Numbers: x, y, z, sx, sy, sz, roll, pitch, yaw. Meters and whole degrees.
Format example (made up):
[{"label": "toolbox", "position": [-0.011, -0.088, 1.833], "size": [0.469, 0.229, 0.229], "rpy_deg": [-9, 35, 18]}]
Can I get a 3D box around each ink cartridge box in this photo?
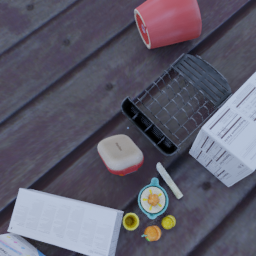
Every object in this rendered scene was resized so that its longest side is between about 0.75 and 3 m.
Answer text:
[{"label": "ink cartridge box", "position": [-2.947, 3.616, 6.260], "size": [1.714, 2.667, 1.670], "rpy_deg": [33, 76, 10]}]

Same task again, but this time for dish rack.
[{"label": "dish rack", "position": [1.498, -0.831, 8.324], "size": [2.896, 0.790, 2.221], "rpy_deg": [-45, 73, 3]}]

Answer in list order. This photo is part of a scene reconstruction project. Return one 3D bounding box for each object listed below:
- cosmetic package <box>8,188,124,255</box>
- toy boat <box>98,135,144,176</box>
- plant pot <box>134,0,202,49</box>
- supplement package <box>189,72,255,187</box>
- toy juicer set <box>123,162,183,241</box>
[{"label": "cosmetic package", "position": [-1.629, 2.451, 7.350], "size": [2.826, 0.716, 1.167], "rpy_deg": [9, 76, 16]}, {"label": "toy boat", "position": [-0.214, 0.898, 7.900], "size": [1.029, 1.031, 1.577], "rpy_deg": [-18, 33, -17]}, {"label": "plant pot", "position": [1.215, -3.528, 9.111], "size": [1.672, 1.889, 1.889], "rpy_deg": [-24, 74, -1]}, {"label": "supplement package", "position": [3.294, -0.049, 7.693], "size": [2.786, 2.170, 1.545], "rpy_deg": [-43, 72, -12]}, {"label": "toy juicer set", "position": [0.885, 2.128, 7.762], "size": [1.331, 0.569, 2.092], "rpy_deg": [36, 71, 1]}]
